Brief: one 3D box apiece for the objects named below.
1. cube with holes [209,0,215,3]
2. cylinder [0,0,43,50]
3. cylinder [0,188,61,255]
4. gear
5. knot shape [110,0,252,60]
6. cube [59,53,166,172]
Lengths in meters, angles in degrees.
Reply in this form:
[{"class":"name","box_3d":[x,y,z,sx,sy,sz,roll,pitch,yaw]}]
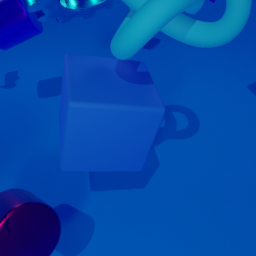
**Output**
[{"class":"cube with holes","box_3d":[2.615,-4.956,8.627,1.191,1.191,1.191,35,83,6]},{"class":"cylinder","box_3d":[-2.552,-2.359,6.158,0.977,0.977,0.977,-23,43,7]},{"class":"cylinder","box_3d":[-1.327,1.199,3.433,0.769,0.769,0.769,-33,21,-31]},{"class":"gear","box_3d":[-0.629,-2.342,4.430,2.071,0.383,2.071,-22,2,1]},{"class":"knot shape","box_3d":[0.441,-1.708,3.809,2.011,0.929,1.882,-27,45,-20]},{"class":"cube","box_3d":[-0.347,-0.212,4.230,1.259,1.259,1.259,3,41,-17]}]
